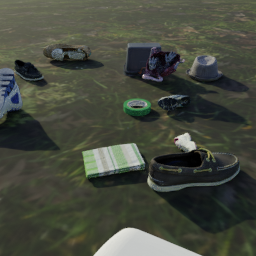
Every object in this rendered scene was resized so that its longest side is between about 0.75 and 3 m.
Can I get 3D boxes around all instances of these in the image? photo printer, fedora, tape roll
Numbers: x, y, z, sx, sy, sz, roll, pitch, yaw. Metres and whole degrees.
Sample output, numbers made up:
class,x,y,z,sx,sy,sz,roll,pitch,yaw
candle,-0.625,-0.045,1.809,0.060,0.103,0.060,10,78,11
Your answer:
class,x,y,z,sx,sy,sz,roll,pitch,yaw
photo printer,0.355,2.398,3.702,2.235,0.776,1.859,15,34,23
fedora,3.390,-2.715,12.341,1.586,0.810,1.793,13,33,21
tape roll,0.313,-0.714,9.530,0.924,0.222,0.924,0,30,0

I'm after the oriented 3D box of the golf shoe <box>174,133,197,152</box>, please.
class,x,y,z,sx,sy,sz,roll,pitch,yaw
golf shoe,1.527,0.498,7.392,0.474,0.390,1.036,-11,23,-2

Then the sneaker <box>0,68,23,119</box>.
class,x,y,z,sx,sy,sz,roll,pitch,yaw
sneaker,-3.973,-0.755,9.038,0.849,1.214,2.102,5,60,11

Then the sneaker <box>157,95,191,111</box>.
class,x,y,z,sx,sy,sz,roll,pitch,yaw
sneaker,1.534,-0.897,9.724,1.238,0.480,0.534,-6,18,-23

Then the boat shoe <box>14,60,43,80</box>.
class,x,y,z,sx,sy,sz,roll,pitch,yaw
boat shoe,-4.410,-2.599,12.307,0.717,0.636,1.919,-25,39,-35

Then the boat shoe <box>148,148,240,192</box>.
class,x,y,z,sx,sy,sz,roll,pitch,yaw
boat shoe,1.578,0.860,6.393,2.297,0.691,0.819,-9,31,-15

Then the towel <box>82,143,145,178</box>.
class,x,y,z,sx,sy,sz,roll,pitch,yaw
towel,-0.383,0.813,7.023,1.430,0.219,1.067,-9,29,-10

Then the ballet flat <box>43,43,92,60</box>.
class,x,y,z,sx,sy,sz,roll,pitch,yaw
ballet flat,-3.094,-3.799,14.192,2.466,0.869,0.805,-5,39,-4

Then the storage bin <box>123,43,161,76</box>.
class,x,y,z,sx,sy,sz,roll,pitch,yaw
storage bin,0.702,-3.087,12.546,1.859,1.248,1.353,-1,31,-1

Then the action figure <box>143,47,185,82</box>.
class,x,y,z,sx,sy,sz,roll,pitch,yaw
action figure,1.445,-2.377,11.344,1.457,1.619,2.174,17,-2,4
